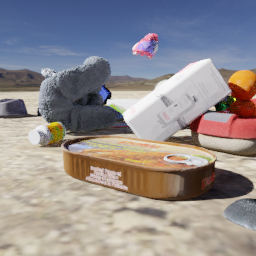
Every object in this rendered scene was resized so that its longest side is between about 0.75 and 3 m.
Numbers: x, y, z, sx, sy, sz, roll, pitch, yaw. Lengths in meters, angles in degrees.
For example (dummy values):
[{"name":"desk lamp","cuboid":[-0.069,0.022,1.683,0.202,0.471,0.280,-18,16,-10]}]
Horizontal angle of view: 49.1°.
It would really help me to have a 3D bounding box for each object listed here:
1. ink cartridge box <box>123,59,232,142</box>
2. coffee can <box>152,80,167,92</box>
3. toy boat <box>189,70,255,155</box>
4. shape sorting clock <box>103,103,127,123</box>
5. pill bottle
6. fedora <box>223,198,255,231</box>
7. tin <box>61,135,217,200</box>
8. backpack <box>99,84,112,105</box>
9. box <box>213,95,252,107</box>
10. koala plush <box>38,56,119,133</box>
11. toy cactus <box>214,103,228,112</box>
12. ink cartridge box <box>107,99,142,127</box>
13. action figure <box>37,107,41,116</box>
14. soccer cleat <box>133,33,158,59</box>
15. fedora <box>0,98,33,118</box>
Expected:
[{"name":"ink cartridge box","cuboid":[1.163,-0.648,7.420,2.459,1.018,1.802,-36,9,4]},{"name":"coffee can","cuboid":[2.569,-1.703,14.923,1.751,1.751,2.393,-4,10,-21]},{"name":"toy boat","cuboid":[3.003,-0.516,7.306,2.975,1.945,1.941,-9,13,-44]},{"name":"shape sorting clock","cuboid":[-0.594,-0.564,10.942,1.277,0.251,1.277,3,38,-2]},{"name":"pill bottle","cuboid":[-2.178,0.164,7.560,0.535,0.535,0.964,5,11,26]},{"name":"fedora","cuboid":[1.422,0.949,1.660,1.713,0.782,1.713,11,-7,1]},{"name":"tin","cuboid":[0.097,0.593,5.016,2.894,0.606,1.620,7,16,34]},{"name":"backpack","cuboid":[-1.641,-1.578,13.761,1.566,1.618,1.928,-41,-2,6]},{"name":"box","cuboid":[4.696,-0.800,11.447,2.137,0.473,1.712,17,-2,-32]},{"name":"koala plush","cuboid":[-2.219,-1.134,9.940,2.614,2.522,2.844,-19,22,-31]},{"name":"toy cactus","cuboid":[3.238,-0.728,10.261,2.218,1.134,1.830,9,32,-35]},{"name":"ink cartridge box","cuboid":[0.246,-0.450,11.827,2.351,0.727,2.899,0,28,-1]},{"name":"action figure","cuboid":[-3.962,-0.941,14.280,1.053,0.561,1.618,-5,5,15]},{"name":"soccer cleat","cuboid":[0.880,-3.776,12.647,0.974,1.117,2.921,18,17,7]},{"name":"fedora","cuboid":[-5.563,-0.985,13.461,1.671,0.853,1.889,6,12,33]}]
